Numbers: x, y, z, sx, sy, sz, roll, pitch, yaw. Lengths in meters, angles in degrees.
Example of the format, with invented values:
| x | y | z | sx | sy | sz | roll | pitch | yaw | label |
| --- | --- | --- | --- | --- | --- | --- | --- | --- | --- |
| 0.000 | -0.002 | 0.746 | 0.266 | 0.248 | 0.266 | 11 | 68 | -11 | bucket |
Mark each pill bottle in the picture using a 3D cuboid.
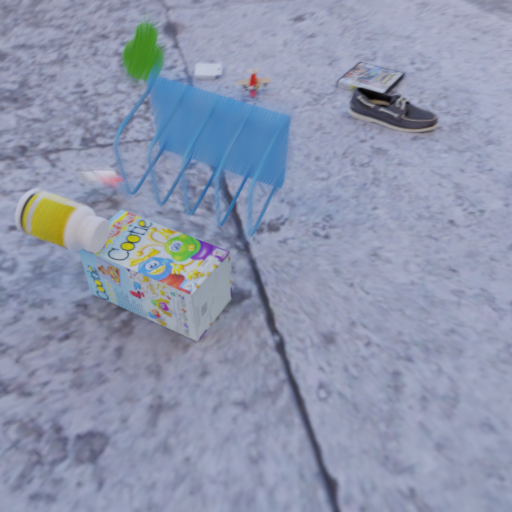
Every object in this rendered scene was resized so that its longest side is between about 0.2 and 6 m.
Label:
| x | y | z | sx | sy | sz | roll | pitch | yaw | label |
| --- | --- | --- | --- | --- | --- | --- | --- | --- | --- |
| -2.919 | -0.496 | 8.512 | 1.266 | 0.712 | 0.712 | 20 | 46 | 10 | pill bottle |

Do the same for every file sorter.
| x | y | z | sx | sy | sz | roll | pitch | yaw | label |
| --- | --- | --- | --- | --- | --- | --- | --- | --- | --- |
| -0.822 | -1.484 | 8.800 | 2.315 | 1.606 | 1.420 | 19 | 62 | 9 | file sorter |

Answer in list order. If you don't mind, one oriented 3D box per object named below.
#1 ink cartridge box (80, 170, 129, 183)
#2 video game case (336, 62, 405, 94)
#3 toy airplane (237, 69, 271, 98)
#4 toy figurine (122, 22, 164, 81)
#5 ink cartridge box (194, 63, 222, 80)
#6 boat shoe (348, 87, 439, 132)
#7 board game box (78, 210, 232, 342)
| x | y | z | sx | sy | sz | roll | pitch | yaw | label |
| --- | --- | --- | --- | --- | --- | --- | --- | --- | --- |
| -3.017 | -1.595 | 11.224 | 0.678 | 0.172 | 0.770 | 5 | 13 | 12 | ink cartridge box |
| 3.109 | -4.787 | 15.185 | 1.364 | 0.193 | 1.510 | 23 | 48 | 23 | video game case |
| -0.054 | -4.543 | 14.700 | 0.716 | 0.507 | 0.719 | -44 | 66 | 2 | toy airplane |
| -1.922 | -3.418 | 9.273 | 0.671 | 0.894 | 0.823 | 2 | 24 | -22 | toy figurine |
| -1.314 | -5.128 | 15.576 | 0.763 | 0.155 | 0.762 | -1 | 43 | -1 | ink cartridge box |
| 3.319 | -3.555 | 13.497 | 2.206 | 0.692 | 0.801 | 17 | 46 | 17 | boat shoe |
| -1.593 | 0.277 | 9.070 | 2.153 | 1.129 | 1.109 | 21 | 47 | 20 | board game box |
